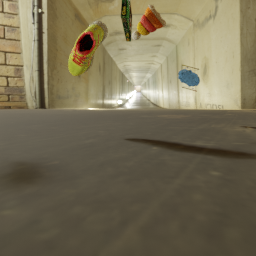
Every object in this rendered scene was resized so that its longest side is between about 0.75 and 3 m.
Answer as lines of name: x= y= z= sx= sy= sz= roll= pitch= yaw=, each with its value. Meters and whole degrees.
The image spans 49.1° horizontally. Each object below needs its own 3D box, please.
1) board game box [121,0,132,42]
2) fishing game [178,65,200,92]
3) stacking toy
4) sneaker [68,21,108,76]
board game box: x=-0.023 y=-2.999 z=7.527 sx=0.178 sy=0.795 sz=1.518 roll=5 pitch=-5 yaw=5
fishing game: x=2.292 y=-1.893 z=10.510 sx=0.897 sy=0.195 sz=1.252 roll=19 pitch=-28 yaw=25
stacking toy: x=0.543 y=-3.146 z=8.636 sx=1.095 sy=0.800 sz=0.800 roll=-37 pitch=-8 yaw=19
sneaker: x=-1.150 y=-1.921 z=7.024 sx=0.637 sy=1.629 sz=0.736 roll=35 pitch=37 yaw=-3
